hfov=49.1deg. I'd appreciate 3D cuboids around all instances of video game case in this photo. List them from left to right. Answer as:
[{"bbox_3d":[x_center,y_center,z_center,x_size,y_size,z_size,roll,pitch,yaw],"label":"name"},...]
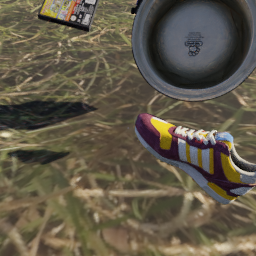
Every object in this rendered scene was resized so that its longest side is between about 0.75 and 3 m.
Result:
[{"bbox_3d":[-1.941,-4.219,9.568,1.716,0.242,1.899,13,62,-5],"label":"video game case"}]

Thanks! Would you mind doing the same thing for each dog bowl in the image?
[{"bbox_3d":[1.362,-1.782,5.618,2.491,2.491,0.919,12,10,14],"label":"dog bowl"}]

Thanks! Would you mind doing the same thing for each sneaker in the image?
[{"bbox_3d":[1.222,0.293,4.894,2.328,1.049,0.873,35,35,-2],"label":"sneaker"}]

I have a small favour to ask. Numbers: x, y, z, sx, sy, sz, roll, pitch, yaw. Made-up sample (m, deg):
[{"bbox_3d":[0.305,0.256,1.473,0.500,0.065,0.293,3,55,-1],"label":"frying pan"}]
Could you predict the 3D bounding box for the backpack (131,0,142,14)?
[{"bbox_3d":[1.496,-3.613,8.535,1.975,2.073,1.597,51,28,-2],"label":"backpack"}]
